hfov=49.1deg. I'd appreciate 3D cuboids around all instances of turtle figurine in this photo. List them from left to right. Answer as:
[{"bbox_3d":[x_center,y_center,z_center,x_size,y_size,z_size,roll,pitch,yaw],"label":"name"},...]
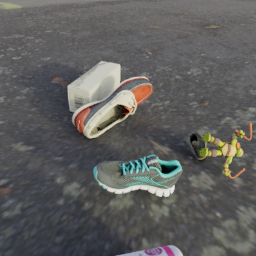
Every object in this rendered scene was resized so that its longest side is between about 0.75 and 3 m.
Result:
[{"bbox_3d":[2.421,0.462,6.946,1.172,1.453,0.468,14,10,-13],"label":"turtle figurine"}]

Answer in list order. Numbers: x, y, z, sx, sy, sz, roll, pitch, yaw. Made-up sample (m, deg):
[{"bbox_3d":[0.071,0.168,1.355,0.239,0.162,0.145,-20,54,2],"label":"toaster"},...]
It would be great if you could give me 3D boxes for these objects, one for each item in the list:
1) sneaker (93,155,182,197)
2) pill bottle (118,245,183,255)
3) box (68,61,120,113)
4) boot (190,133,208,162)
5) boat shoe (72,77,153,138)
[{"bbox_3d":[0.285,0.911,6.136,2.070,0.944,0.803,9,42,-26],"label":"sneaker"},{"bbox_3d":[-0.208,2.524,4.030,2.172,1.231,1.231,-7,34,-10],"label":"pill bottle"},{"bbox_3d":[-1.160,-1.519,10.301,0.880,1.058,2.574,14,34,16],"label":"box"},{"bbox_3d":[1.892,0.306,7.727,0.421,0.752,1.087,-26,31,14],"label":"boot"},{"bbox_3d":[-0.291,-0.656,8.805,2.959,1.053,0.926,-31,44,-22],"label":"boat shoe"}]
